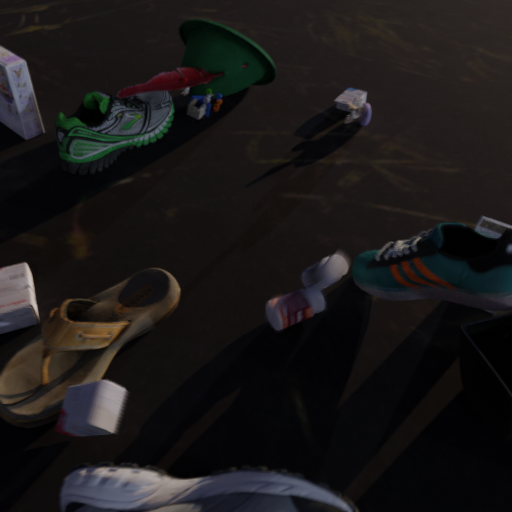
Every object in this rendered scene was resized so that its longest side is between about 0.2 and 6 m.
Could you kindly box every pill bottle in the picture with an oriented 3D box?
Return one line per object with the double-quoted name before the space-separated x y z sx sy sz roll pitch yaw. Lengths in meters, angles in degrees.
"pill bottle" 0.641 0.842 9.141 0.867 0.495 0.495 -19 45 -19
"pill bottle" 1.149 0.286 9.347 0.438 0.769 0.438 13 62 -27

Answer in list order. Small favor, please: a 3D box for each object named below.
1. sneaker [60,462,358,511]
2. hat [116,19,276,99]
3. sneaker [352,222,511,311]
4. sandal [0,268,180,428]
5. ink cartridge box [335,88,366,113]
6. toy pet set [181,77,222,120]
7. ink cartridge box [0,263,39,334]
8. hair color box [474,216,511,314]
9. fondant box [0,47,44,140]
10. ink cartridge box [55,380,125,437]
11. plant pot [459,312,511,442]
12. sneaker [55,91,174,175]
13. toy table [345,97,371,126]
"sneaker" -0.528 3.133 6.207 3.463 1.280 1.373 -3 51 6
"hat" -1.434 -4.139 14.354 3.158 2.616 2.780 24 82 -7
"sneaker" 2.758 0.001 8.848 3.065 1.225 1.094 3 33 46
"sandal" -2.534 1.088 8.539 1.367 0.919 3.404 27 50 27
"ink cartridge box" 2.450 -4.045 14.683 0.525 0.302 0.906 24 47 24
"toy pet set" -1.302 -3.934 13.975 1.105 1.032 0.587 29 50 8
"ink cartridge box" -4.115 0.712 9.305 0.806 0.470 1.107 -15 43 -16
"hair color box" 3.786 0.171 9.122 0.747 1.509 0.457 24 47 24
"fondant box" -5.815 -3.878 13.344 1.334 1.849 0.539 33 52 30
"ink cartridge box" -2.219 2.049 7.472 0.861 0.369 0.635 -16 51 36
"plant pot" 3.619 1.710 7.619 1.413 1.256 1.416 -12 43 -12
"sneaker" -3.131 -3.186 12.904 1.307 1.427 3.351 23 47 24
"toy table" 2.538 -3.576 13.948 0.445 0.699 0.760 11 29 -12
